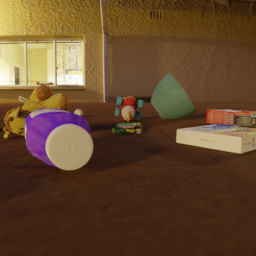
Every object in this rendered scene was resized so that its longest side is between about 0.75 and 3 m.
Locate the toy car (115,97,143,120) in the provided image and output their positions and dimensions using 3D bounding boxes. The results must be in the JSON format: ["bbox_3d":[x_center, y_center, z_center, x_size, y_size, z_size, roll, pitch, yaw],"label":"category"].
[{"bbox_3d":[0.017,-0.724,13.745,1.307,1.254,1.418,9,34,-2],"label":"toy car"}]

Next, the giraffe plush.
[{"bbox_3d":[-2.898,-0.334,8.414,1.915,1.653,1.553,12,30,12],"label":"giraffe plush"}]

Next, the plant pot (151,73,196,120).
[{"bbox_3d":[2.134,-1.372,14.435,1.625,2.413,2.413,-34,3,7],"label":"plant pot"}]

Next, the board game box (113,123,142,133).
[{"bbox_3d":[0.026,-0.013,10.198,0.953,0.213,1.819,-2,6,5],"label":"board game box"}]

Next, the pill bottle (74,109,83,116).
[{"bbox_3d":[-2.867,-0.854,16.259,0.461,0.461,0.821,0,8,-3],"label":"pill bottle"}]

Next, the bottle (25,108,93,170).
[{"bbox_3d":[-1.359,0.146,5.482,1.222,0.955,2.925,1,6,-22],"label":"bottle"}]

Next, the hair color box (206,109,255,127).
[{"bbox_3d":[4.423,-0.466,12.100,1.143,0.659,2.061,-1,8,-15],"label":"hair color box"}]

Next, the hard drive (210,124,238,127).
[{"bbox_3d":[3.766,-0.069,11.011,0.582,0.112,0.882,-4,8,-34],"label":"hard drive"}]

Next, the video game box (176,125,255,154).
[{"bbox_3d":[2.476,0.226,7.181,1.683,0.432,1.847,-9,11,-39],"label":"video game box"}]
